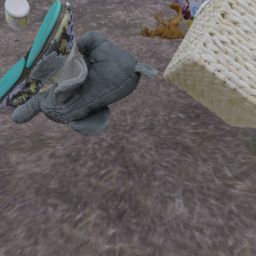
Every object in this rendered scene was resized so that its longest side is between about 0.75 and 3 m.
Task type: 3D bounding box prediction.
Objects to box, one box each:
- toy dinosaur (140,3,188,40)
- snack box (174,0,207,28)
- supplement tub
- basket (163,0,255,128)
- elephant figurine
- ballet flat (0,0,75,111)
[{"bbox_3d":[1.447,-3.031,8.627,2.533,1.345,0.765,2,18,-25],"label":"toy dinosaur"},{"bbox_3d":[2.544,-3.466,8.393,0.652,2.459,1.749,-42,16,-22],"label":"snack box"},{"bbox_3d":[-3.248,-3.353,8.232,0.650,0.897,0.650,4,80,-20],"label":"supplement tub"},{"bbox_3d":[2.403,-1.455,5.977,2.560,2.077,2.583,34,0,-6],"label":"basket"},{"bbox_3d":[-0.822,-0.543,4.828,1.430,1.568,2.022,44,69,-3],"label":"elephant figurine"},{"bbox_3d":[-1.568,-1.139,5.272,1.055,2.932,1.055,24,52,-34],"label":"ballet flat"}]
